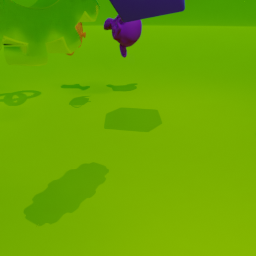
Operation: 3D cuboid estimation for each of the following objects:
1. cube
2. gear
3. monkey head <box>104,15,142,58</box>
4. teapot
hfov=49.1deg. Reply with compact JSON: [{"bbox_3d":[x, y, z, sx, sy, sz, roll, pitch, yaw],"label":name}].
[{"bbox_3d":[0.310,-3.070,5.366,1.337,1.337,1.337,-3,-12,20],"label":"cube"},{"bbox_3d":[-0.892,-1.431,2.189,0.335,1.810,1.810,11,24,33],"label":"gear"},{"bbox_3d":[-0.168,-3.594,10.195,1.110,1.843,1.326,20,3,-45],"label":"monkey head"},{"bbox_3d":[-1.617,-2.811,8.222,0.778,1.589,0.988,6,-20,2],"label":"teapot"}]
